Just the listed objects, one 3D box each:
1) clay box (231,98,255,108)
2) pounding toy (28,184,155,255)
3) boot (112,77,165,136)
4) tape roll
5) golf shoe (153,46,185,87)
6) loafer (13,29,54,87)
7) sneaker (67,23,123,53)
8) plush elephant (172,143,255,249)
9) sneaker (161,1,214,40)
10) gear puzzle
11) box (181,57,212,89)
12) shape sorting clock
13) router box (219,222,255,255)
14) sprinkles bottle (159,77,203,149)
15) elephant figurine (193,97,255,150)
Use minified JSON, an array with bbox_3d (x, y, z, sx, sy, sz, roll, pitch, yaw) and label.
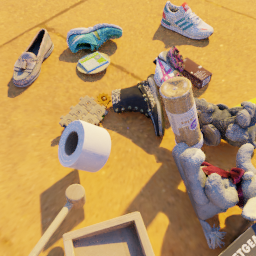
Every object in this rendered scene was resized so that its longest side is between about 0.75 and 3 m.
[{"bbox_3d":[4.462,-0.488,9.716,1.847,0.439,1.061,-22,57,-15],"label":"clay box"},{"bbox_3d":[-0.865,2.863,6.576,2.578,1.343,2.935,-14,54,-10],"label":"pounding toy"},{"bbox_3d":[0.359,-0.594,9.663,1.637,0.783,2.168,-13,71,11],"label":"boot"},{"bbox_3d":[-1.235,0.534,7.910,0.915,1.333,1.333,21,40,-39],"label":"tape roll"},{"bbox_3d":[1.560,-1.734,10.522,1.218,0.960,2.644,-23,56,33],"label":"golf shoe"},{"bbox_3d":[-3.897,-2.897,11.274,1.026,0.897,2.854,11,53,8],"label":"loafer"},{"bbox_3d":[-1.394,-3.811,12.152,2.463,0.954,0.981,-14,72,-4],"label":"sneaker"},{"bbox_3d":[2.652,1.420,7.160,2.208,2.349,2.852,-20,83,3],"label":"plush elephant"},{"bbox_3d":[2.669,-4.918,12.632,2.572,1.202,0.906,29,57,21],"label":"sneaker"},{"bbox_3d":[-1.375,-0.534,9.751,1.105,0.279,2.134,38,61,2],"label":"gear puzzle"},{"bbox_3d":[2.561,-2.167,10.986,0.662,0.496,1.323,-35,58,-23],"label":"box"},{"bbox_3d":[-1.410,-2.648,11.478,1.380,0.271,1.380,-3,53,4],"label":"shape sorting clock"},{"bbox_3d":[2.499,2.929,6.422,1.930,1.517,0.504,-31,58,-21],"label":"router box"},{"bbox_3d":[1.588,-0.283,8.077,0.855,2.507,0.855,-12,47,14],"label":"sprinkles bottle"},{"bbox_3d":[2.807,-0.251,8.980,2.305,1.789,1.631,10,12,39],"label":"elephant figurine"}]
